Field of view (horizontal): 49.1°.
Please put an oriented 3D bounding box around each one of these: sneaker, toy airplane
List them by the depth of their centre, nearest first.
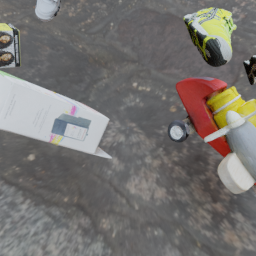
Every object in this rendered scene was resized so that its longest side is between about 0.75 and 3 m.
[{"bbox_3d":[2.257,0.154,4.819,2.721,1.928,2.733,20,35,-20],"label":"toy airplane"},{"bbox_3d":[1.472,-1.716,4.821,0.766,0.756,2.005,-23,32,16],"label":"sneaker"},{"bbox_3d":[2.797,-1.253,5.734,0.627,1.388,0.542,-20,91,12],"label":"sneaker"},{"bbox_3d":[-1.863,-3.473,6.798,0.612,0.936,1.628,23,85,-5],"label":"sneaker"}]

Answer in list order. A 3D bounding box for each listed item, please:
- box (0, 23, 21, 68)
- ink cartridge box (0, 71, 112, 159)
[{"bbox_3d":[-2.662,-1.264,4.379,1.805,0.679,0.452,-13,38,-35],"label":"box"},{"bbox_3d":[-1.075,-0.173,4.286,1.099,1.877,0.632,29,96,51],"label":"ink cartridge box"}]
